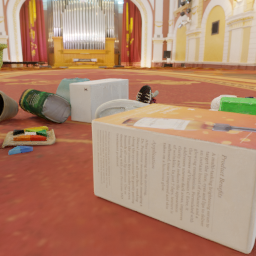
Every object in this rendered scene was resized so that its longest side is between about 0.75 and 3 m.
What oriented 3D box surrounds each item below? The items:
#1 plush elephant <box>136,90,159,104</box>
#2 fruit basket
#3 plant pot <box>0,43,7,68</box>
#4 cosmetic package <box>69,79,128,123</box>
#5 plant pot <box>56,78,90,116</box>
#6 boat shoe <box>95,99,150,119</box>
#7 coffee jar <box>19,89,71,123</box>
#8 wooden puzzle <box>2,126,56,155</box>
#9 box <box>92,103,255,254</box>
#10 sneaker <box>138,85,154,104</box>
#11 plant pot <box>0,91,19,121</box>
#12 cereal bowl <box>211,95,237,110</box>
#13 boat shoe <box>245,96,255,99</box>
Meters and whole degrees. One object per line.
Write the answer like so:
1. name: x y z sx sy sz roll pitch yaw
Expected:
1. plush elephant: 0.815 -0.990 10.354 1.269 0.982 1.045 -8 15 -27
2. fruit basket: 3.670 -0.435 8.956 1.866 0.944 2.015 8 1 27
3. plant pot: -3.991 -0.659 6.254 2.625 2.413 2.625 1 15 0
4. cosmetic package: -0.944 -1.065 10.114 0.898 1.279 2.521 7 15 27
5. plant pot: -1.959 -1.240 10.722 1.291 1.315 1.287 12 18 38
6. boat shoe: 0.321 -0.280 7.762 2.626 0.916 0.935 5 11 6
7. coffee jar: -2.870 -0.785 9.501 2.019 0.862 1.053 15 -10 46
8. wooden puzzle: -2.542 0.213 7.234 1.344 0.233 1.992 -7 16 -24
9. box: 0.903 0.455 4.231 2.339 1.244 1.781 10 17 34
10. sneaker: 0.670 -0.922 9.383 0.465 1.230 0.710 26 34 27
11. plant pot: -4.264 -0.691 9.417 1.122 1.122 0.973 4 -2 17
12. cereal bowl: 4.097 -1.043 11.493 1.334 0.556 1.334 1 15 0
13. boat shoe: 5.465 -1.127 12.012 0.960 0.445 0.358 0 14 3
